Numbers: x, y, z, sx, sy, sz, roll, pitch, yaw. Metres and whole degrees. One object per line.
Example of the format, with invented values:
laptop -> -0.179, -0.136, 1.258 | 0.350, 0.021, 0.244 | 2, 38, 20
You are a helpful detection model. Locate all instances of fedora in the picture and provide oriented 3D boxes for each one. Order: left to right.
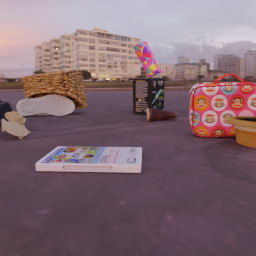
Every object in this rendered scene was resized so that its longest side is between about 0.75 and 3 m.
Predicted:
fedora -> 3.482, 0.118, 7.430 | 1.800, 0.734, 1.800 | 2, 10, 0

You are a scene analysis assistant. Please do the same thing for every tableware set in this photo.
tableware set -> -4.022, -0.331, 8.736 | 2.068, 0.240, 1.727 | 25, 18, -23

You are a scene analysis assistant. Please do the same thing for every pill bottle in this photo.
pill bottle -> -5.631, -0.685, 11.155 | 1.963, 1.098, 1.098 | 4, 10, 23

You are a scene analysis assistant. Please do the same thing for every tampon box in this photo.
tampon box -> 1.102, -1.717, 14.896 | 1.188, 1.883, 1.411 | 7, 12, 35

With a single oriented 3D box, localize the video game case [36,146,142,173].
video game case -> -0.722, 0.642, 5.985 | 2.019, 0.182, 1.446 | 1, 10, 3

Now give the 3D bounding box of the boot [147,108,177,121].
boot -> 1.487, -0.601, 12.240 | 1.291, 0.561, 1.552 | 0, 6, 11

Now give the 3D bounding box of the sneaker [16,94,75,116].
sneaker -> -4.137, -1.118, 14.248 | 2.802, 1.070, 1.128 | 0, -1, -12

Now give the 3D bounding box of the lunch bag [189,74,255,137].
lunch bag -> 3.016, -0.699, 8.686 | 2.181, 1.921, 0.894 | 1, 10, 7

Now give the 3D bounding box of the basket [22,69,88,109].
basket -> -3.880, -1.825, 14.685 | 2.934, 2.185, 2.094 | -1, 14, 19

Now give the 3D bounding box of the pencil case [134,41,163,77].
pencil case -> 0.856, -2.952, 12.033 | 0.698, 1.580, 0.698 | -30, 5, 3
